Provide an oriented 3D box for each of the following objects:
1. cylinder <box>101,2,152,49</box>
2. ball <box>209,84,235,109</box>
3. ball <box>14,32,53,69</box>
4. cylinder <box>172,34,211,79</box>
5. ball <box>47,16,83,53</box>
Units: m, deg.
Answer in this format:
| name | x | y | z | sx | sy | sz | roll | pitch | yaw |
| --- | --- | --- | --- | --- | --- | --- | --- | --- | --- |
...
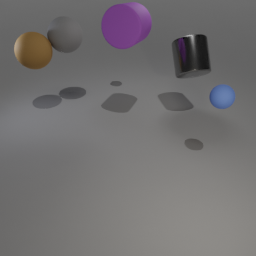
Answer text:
| name | x | y | z | sx | sy | sz | roll | pitch | yaw |
| --- | --- | --- | --- | --- | --- | --- | --- | --- | --- |
| cylinder | -0.020 | -3.554 | 9.678 | 1.400 | 1.400 | 1.400 | 10 | 28 | 16 |
| ball | 2.686 | -0.891 | 7.986 | 0.700 | 0.700 | 0.700 | 0 | 31 | 0 |
| ball | -3.627 | -2.972 | 10.793 | 1.400 | 1.400 | 1.400 | 0 | 31 | 0 |
| cylinder | 2.511 | -2.802 | 11.130 | 1.400 | 1.400 | 1.400 | -7 | -1 | 0 |
| ball | -2.524 | -3.737 | 11.258 | 1.400 | 1.400 | 1.400 | 0 | 31 | 0 |
